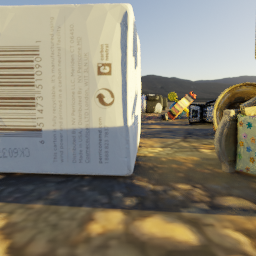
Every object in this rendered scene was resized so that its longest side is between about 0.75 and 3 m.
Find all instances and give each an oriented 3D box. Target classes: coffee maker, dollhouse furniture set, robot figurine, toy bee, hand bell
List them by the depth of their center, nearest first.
[{"bbox_3d":[2.472,-0.493,2.907,1.495,2.378,2.689,-5,7,-32],"label":"dollhouse furniture set"},{"bbox_3d":[2.419,-0.089,6.613,1.324,1.324,2.544,1,-7,5],"label":"hand bell"},{"bbox_3d":[2.846,-0.453,10.195,1.274,0.858,1.224,3,-20,15],"label":"coffee maker"},{"bbox_3d":[2.455,-1.149,12.745,1.465,1.216,2.238,36,26,-12],"label":"toy bee"},{"bbox_3d":[1.450,-1.485,16.993,1.824,1.371,1.138,0,28,-4],"label":"robot figurine"}]

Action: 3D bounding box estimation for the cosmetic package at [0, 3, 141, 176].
[{"bbox_3d":[-0.893,-0.580,4.666,2.138,2.136,2.591,1,8,5],"label":"cosmetic package"}]

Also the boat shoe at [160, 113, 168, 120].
[{"bbox_3d":[1.517,-0.444,11.938,0.299,0.304,0.817,-9,-3,4],"label":"boat shoe"}]
